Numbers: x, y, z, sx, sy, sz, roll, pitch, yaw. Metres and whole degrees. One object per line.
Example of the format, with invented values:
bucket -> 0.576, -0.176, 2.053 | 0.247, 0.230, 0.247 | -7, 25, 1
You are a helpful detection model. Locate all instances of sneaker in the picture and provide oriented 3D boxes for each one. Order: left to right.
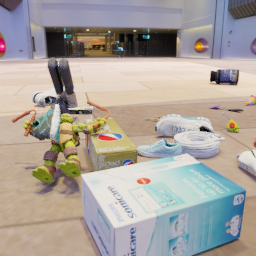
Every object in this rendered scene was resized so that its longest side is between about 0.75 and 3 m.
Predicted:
sneaker -> -1.902, -0.174, 6.560 | 0.626, 0.532, 1.372 | 0, 28, -11
sneaker -> -3.859, -1.621, 14.607 | 0.887, 0.842, 2.205 | 19, 33, 31
sneaker -> 0.902, 0.543, 8.067 | 1.322, 0.542, 0.489 | 4, 17, 12
sneaker -> 1.954, 0.021, 9.449 | 2.043, 0.766, 0.885 | -2, 23, -5
sneaker -> 3.114, 0.929, 7.160 | 0.501, 0.475, 1.243 | -6, 10, 14

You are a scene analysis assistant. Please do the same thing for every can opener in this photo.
can opener -> -2.464, -1.359, 10.666 | 0.790, 0.991, 2.963 | 3, -26, -1

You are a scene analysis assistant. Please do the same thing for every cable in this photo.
cable -> 2.067, 0.470, 8.442 | 1.337, 0.463, 1.337 | -18, 25, -41

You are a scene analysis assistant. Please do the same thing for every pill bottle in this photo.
pill bottle -> 7.085, -3.780, 20.643 | 1.982, 1.108, 1.108 | 5, 18, 14

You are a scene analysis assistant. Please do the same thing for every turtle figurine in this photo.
turtle figurine -> -1.703, 0.314, 6.822 | 2.565, 0.826, 2.068 | -3, 44, 0

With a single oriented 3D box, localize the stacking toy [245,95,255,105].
stacking toy -> 6.266, -1.347, 14.306 | 0.813, 0.446, 0.472 | -24, 32, -29

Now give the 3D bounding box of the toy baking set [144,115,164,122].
toy baking set -> 1.159, -0.380, 11.699 | 0.943, 0.110, 0.724 | -9, 17, -27

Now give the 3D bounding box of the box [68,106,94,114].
box -> -2.271, -0.830, 12.846 | 1.352, 0.235, 0.744 | 0, 18, 1

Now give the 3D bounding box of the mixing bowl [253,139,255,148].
mixing bowl -> 4.882, 0.159, 8.537 | 1.863, 1.009, 1.863 | -1, 17, 0

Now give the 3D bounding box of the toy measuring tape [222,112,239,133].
toy measuring tape -> 3.709, -0.167, 10.325 | 0.361, 0.361, 0.980 | -10, 48, -30

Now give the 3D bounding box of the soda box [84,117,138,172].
soda box -> -0.554, 0.543, 7.368 | 0.906, 0.958, 2.830 | -4, 18, -13

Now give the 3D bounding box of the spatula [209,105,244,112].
spatula -> 4.648, -0.925, 13.257 | 1.656, 0.170, 0.468 | 15, 24, 40

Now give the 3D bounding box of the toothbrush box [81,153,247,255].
toothbrush box -> 0.523, 1.340, 4.858 | 2.309, 0.985, 1.690 | -9, 19, -21
